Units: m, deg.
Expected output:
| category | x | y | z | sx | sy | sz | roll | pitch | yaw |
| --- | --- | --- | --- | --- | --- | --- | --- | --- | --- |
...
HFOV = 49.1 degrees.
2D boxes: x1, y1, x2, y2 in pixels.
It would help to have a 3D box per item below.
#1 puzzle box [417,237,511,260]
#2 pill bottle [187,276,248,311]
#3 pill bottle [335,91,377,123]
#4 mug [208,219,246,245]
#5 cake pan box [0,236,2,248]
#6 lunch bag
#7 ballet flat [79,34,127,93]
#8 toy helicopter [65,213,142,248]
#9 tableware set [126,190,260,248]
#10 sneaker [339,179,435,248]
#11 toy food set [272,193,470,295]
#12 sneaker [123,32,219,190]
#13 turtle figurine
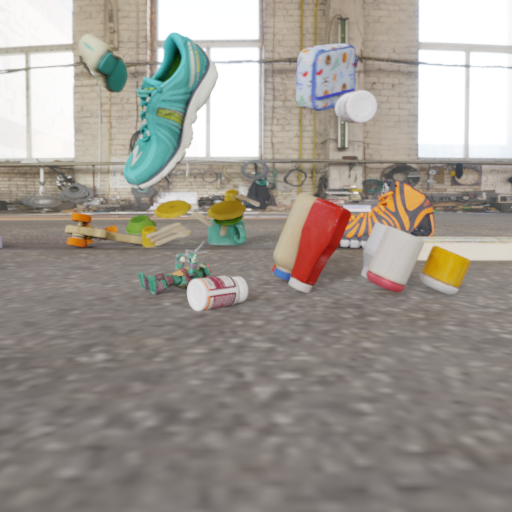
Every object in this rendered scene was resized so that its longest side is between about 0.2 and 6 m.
| category | x | y | z | sx | sy | sz | roll | pitch | yaw |
| --- | --- | --- | --- | --- | --- | --- | --- | --- | --- |
| puzzle box | 4.193 | -0.169 | 11.395 | 2.744 | 0.349 | 1.826 | 0 | 6 | 1 |
| pill bottle | -0.404 | 0.387 | 5.976 | 0.595 | 0.340 | 0.340 | -5 | 7 | -40 |
| pill bottle | 1.783 | -2.698 | 10.189 | 0.554 | 0.554 | 0.977 | -1 | 14 | -7 |
| mug | -0.675 | -0.668 | 14.474 | 1.162 | 0.719 | 0.955 | 2 | 6 | 19 |
| cake pan box | -6.764 | -0.299 | 12.828 | 1.203 | 0.342 | 1.306 | 1 | 5 | 31 |
| lunch bag | 1.633 | -4.000 | 12.647 | 0.675 | 1.431 | 1.786 | 19 | 31 | 38 |
| ballet flat | -2.251 | -2.818 | 8.189 | 0.520 | 0.520 | 1.496 | 0 | -1 | -4 |
| toy helicopter | -3.660 | -0.469 | 13.723 | 1.947 | 0.768 | 1.287 | 9 | -6 | -17 |
| tableware set | -1.610 | -0.947 | 14.154 | 3.111 | 0.477 | 2.095 | -25 | 35 | -27 |
| sneaker | 2.773 | -1.012 | 13.379 | 2.892 | 1.620 | 1.122 | 0 | 6 | -1 |
| toy food set | 1.146 | 0.077 | 7.126 | 2.726 | 1.227 | 1.301 | 28 | 9 | 39 |
| sneaker | -1.765 | -2.620 | 10.115 | 1.148 | 2.962 | 1.180 | 12 | -13 | 35 |
| turtle figurine | -0.924 | 0.191 | 7.106 | 1.032 | 0.520 | 0.773 | -21 | 1 | -29 |
